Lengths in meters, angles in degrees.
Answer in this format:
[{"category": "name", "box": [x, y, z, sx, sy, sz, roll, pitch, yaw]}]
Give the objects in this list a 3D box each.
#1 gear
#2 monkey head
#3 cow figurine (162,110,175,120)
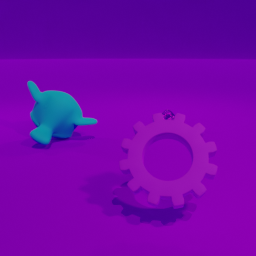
[{"category": "gear", "box": [0.519, 0.404, 3.699, 1.246, 1.246, 0.230, 3, -24, 10]}, {"category": "monkey head", "box": [-1.794, -0.270, 6.829, 1.915, 1.154, 1.378, 31, 20, -9]}, {"category": "cow figurine", "box": [1.046, -0.202, 8.131, 0.879, 0.482, 0.865, -40, -6, -20]}]
